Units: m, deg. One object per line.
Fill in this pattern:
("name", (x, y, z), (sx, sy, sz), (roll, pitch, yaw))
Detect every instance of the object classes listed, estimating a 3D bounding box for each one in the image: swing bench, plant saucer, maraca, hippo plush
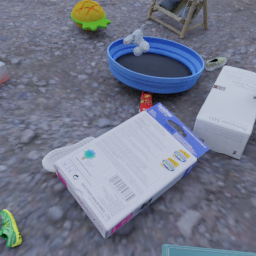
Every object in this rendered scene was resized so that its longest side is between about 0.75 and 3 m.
("swing bench", (2.027, -5.163, 10.955), (1.489, 2.295, 2.283), (-27, 51, -24))
("plant saucer", (1.696, 2.466, 4.845), (2.216, 0.210, 0.775), (3, 45, 5))
("maraca", (-1.480, -4.349, 11.020), (1.364, 1.064, 1.990), (-22, 51, -15))
("hippo plush", (0.317, -2.280, 7.447), (0.760, 0.611, 0.605), (-31, 13, 23))

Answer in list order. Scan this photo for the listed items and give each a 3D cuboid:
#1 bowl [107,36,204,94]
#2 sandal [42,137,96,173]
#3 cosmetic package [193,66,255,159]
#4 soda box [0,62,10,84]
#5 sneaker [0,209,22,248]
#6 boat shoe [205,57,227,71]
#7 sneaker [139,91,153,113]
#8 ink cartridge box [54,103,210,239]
("bowl", (0.827, -2.025, 8.749), (2.998, 0.588, 2.998), (5, 38, -4))
("sandal", (-1.276, 0.682, 6.537), (1.434, 0.352, 0.583), (-22, 65, -29))
("cosmetic package", (2.692, -0.518, 7.305), (1.279, 0.932, 2.516), (20, 47, 19))
("soda box", (-4.494, -1.406, 8.401), (0.559, 0.601, 1.758), (28, 52, 25))
("sneaker", (-2.302, 1.895, 5.330), (0.342, 0.303, 0.819), (-22, 49, -26))
("boat shoe", (2.988, -2.209, 9.413), (0.993, 0.308, 0.357), (-31, 53, -27))
("sneaker", (0.505, -0.738, 7.856), (0.396, 0.437, 1.030), (-2, 45, -2))
("ink cartridge box", (0.164, 0.733, 6.153), (2.995, 0.628, 1.787), (-32, 62, -25))
